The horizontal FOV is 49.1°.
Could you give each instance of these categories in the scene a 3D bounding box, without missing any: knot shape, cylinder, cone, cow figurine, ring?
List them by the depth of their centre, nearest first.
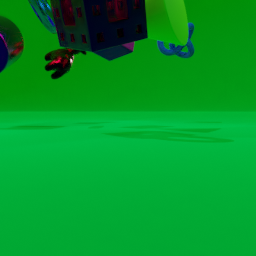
[{"bbox_3d":[0.328,-2.407,6.205,1.579,1.573,1.573,-9,-1,28],"label":"cone"},{"bbox_3d":[-3.458,-2.077,7.005,1.323,1.323,1.323,0,27,-2],"label":"cylinder"},{"bbox_3d":[-2.147,-3.008,7.007,0.270,1.352,1.352,-27,2,4],"label":"ring"},{"bbox_3d":[-2.127,-2.521,9.815,1.552,0.866,1.577,-26,41,7],"label":"cow figurine"},{"bbox_3d":[1.907,-3.094,10.328,1.455,0.672,1.362,-26,-47,19],"label":"knot shape"}]

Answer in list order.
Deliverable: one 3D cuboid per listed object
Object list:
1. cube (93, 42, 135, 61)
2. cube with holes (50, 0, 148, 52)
[{"bbox_3d":[-0.472,-2.473,7.263,0.982,0.982,0.982,18,-16,-40],"label":"cube"},{"bbox_3d":[-0.525,-2.081,4.856,1.179,1.179,1.179,-24,31,-31],"label":"cube with holes"}]
